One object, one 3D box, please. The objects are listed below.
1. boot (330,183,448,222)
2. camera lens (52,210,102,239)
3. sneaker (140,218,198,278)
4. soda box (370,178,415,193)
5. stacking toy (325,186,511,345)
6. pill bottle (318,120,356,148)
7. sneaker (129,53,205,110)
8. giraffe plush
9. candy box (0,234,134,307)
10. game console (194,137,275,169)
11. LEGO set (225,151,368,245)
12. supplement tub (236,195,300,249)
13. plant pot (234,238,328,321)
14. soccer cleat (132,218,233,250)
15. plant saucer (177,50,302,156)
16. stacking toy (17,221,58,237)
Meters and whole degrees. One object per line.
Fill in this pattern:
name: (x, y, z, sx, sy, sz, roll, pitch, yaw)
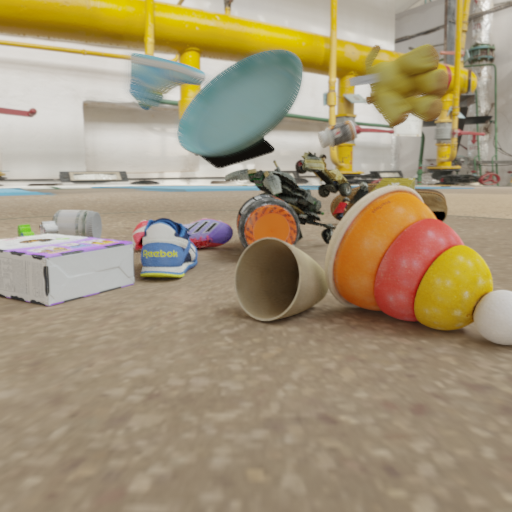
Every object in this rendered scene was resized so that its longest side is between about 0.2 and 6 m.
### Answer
boot: (3.657, -1.295, 15.594, 3.233, 1.190, 1.220, 0, 26, 13)
camera lens: (-3.937, -0.634, 12.262, 0.928, 0.743, 0.743, 1, 9, 3)
sneaker: (-1.398, -0.202, 9.203, 0.802, 0.892, 2.168, -3, 8, -3)
soda box: (3.294, -1.224, 13.907, 0.889, 0.840, 2.625, 4, 23, 24)
stacking toy: (1.894, 0.294, 5.909, 1.551, 1.551, 2.123, -6, 30, -35)
pill bottle: (1.878, -2.810, 13.018, 0.809, 0.471, 0.471, -18, 10, -1)
sneaker: (-1.756, -3.255, 10.821, 1.567, 1.023, 0.623, 19, 17, 18)
giraffe plush: (2.749, -3.209, 11.038, 1.787, 1.542, 1.449, 12, 2, 10)
candy box: (-2.914, 0.127, 7.862, 1.836, 0.657, 1.540, 6, 11, 30)
game console: (-0.677, -3.104, 14.180, 1.798, 1.581, 1.046, -13, 11, 25)
LEGO set: (0.897, -1.291, 11.435, 2.532, 1.105, 3.898, 35, -22, -31)
supplement tub: (0.206, -0.558, 10.576, 1.142, 1.142, 1.865, -1, 10, -3)
plant pot: (0.410, 0.302, 6.517, 0.920, 0.920, 0.982, 8, -1, 39)
soccer cleat: (-1.474, -0.349, 11.277, 2.019, 0.674, 0.772, 2, 33, -5)
plant saucer: (-0.233, -2.374, 8.873, 2.271, 2.271, 0.311, 8, -29, 41)
stacking toy: (-5.178, -0.317, 10.474, 2.313, 0.721, 3.067, -5, 10, -31)
